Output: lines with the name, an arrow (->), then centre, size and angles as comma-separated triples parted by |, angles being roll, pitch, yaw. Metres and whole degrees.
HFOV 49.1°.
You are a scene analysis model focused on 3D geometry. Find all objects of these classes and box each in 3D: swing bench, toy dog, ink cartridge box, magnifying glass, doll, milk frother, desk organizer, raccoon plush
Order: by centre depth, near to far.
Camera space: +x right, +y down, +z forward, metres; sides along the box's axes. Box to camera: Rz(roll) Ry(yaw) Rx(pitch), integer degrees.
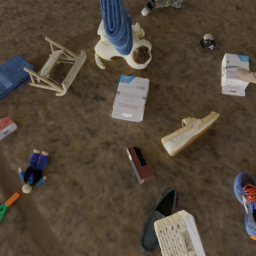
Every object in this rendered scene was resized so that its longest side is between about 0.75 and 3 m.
magnifying glass -> -4.397, 2.828, 9.878 | 0.530, 0.149, 1.333 | 37, 71, 18
doll -> -3.511, 1.612, 10.347 | 1.082, 0.384, 1.585 | 15, 70, -1
desk organizer -> 0.451, 1.318, 10.445 | 0.536, 0.499, 1.391 | -19, 65, -12
ink cartridge box -> 0.111, -1.084, 11.553 | 1.213, 0.698, 2.094 | 10, 63, 5
swing bench -> -3.032, -2.558, 12.054 | 1.928, 1.251, 1.917 | 22, 64, 5
ink cartridge box -> 4.703, -2.343, 12.262 | 1.035, 0.596, 1.787 | 8, 63, 4
toy dog -> -0.114, -3.531, 12.284 | 2.475, 1.727, 2.399 | 27, 84, 12
milk frother -> 3.737, -4.109, 13.088 | 0.683, 0.757, 0.712 | -10, 63, -1
raccoon plush -> 1.853, -6.254, 14.350 | 1.388, 1.002, 2.072 | 38, 101, 0

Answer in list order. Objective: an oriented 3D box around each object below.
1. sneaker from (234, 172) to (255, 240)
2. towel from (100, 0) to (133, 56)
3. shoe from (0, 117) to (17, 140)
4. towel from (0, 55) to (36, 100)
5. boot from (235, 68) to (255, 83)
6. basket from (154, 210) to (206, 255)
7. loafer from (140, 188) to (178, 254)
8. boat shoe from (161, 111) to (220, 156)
sneaker -> 4.343, 2.562, 9.568 | 0.869, 0.905, 2.306 | -8, 63, -5
towel -> -0.289, -3.525, 9.690 | 0.700, 2.885, 1.611 | -7, 93, 7
shoe -> -5.110, 0.069, 11.131 | 1.257, 0.449, 0.572 | -36, 67, -22
towel -> -5.326, -2.106, 12.148 | 2.452, 0.595, 1.369 | -42, 70, -18
boot -> 4.301, -1.768, 9.530 | 1.195, 0.874, 0.420 | 30, 93, 9
basket -> 1.307, 2.922, 7.489 | 1.000, 1.622, 1.099 | -16, 78, -1
loafer -> 1.042, 3.030, 9.380 | 0.780, 0.806, 2.297 | 26, 66, 13
boat shoe -> 2.411, 0.013, 10.853 | 2.571, 0.948, 0.889 | -35, 74, -15
